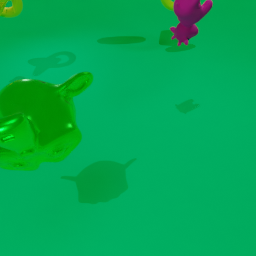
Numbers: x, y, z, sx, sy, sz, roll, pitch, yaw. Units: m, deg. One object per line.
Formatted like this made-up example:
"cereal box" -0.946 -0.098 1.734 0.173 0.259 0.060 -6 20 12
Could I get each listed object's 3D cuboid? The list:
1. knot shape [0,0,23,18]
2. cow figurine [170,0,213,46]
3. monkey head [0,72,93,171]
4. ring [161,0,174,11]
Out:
"knot shape" -3.250 -3.301 7.050 1.692 0.782 1.583 -29 16 31
"cow figurine" 0.983 -1.871 4.753 0.914 0.900 0.502 -2 49 -54
"monkey head" -1.115 -0.129 3.011 1.653 1.189 0.996 -19 70 0
"ring" 1.517 -4.018 8.167 1.230 1.230 0.246 -11 51 -12
